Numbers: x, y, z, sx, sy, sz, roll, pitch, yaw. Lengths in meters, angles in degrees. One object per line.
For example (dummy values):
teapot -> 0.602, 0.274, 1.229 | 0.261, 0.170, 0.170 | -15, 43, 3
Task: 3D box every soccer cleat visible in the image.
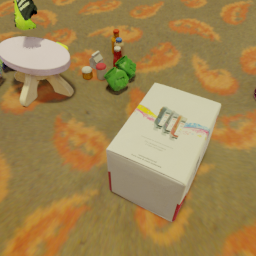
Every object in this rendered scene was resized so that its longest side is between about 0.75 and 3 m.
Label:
soccer cleat -> -3.464, -2.625, 10.354 | 2.522, 0.815, 1.055 | -7, 79, -12
soccer cleat -> -3.071, -3.731, 8.343 | 0.682, 0.568, 1.683 | -5, 86, -18

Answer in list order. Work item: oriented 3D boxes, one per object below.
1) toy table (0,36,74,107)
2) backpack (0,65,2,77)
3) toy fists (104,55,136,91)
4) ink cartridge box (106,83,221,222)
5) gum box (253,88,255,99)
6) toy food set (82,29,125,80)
toy table -> -2.906, -1.908, 9.131 | 2.407, 1.410, 2.213 | 28, 54, 22
backpack -> -4.744, -1.909, 9.358 | 0.814, 1.081, 0.960 | 18, 46, 10
toy fists -> -0.185, -1.840, 9.502 | 0.499, 0.740, 1.451 | -13, 33, 44
ink cartridge box -> 0.877, 0.488, 6.735 | 1.786, 1.794, 2.469 | 22, 52, 19
gum box -> 5.050, -0.449, 8.150 | 1.554, 0.905, 2.738 | -4, 49, -5
toy food set -> -0.760, -2.596, 10.026 | 1.029, 0.970, 2.156 | 30, 55, 24
